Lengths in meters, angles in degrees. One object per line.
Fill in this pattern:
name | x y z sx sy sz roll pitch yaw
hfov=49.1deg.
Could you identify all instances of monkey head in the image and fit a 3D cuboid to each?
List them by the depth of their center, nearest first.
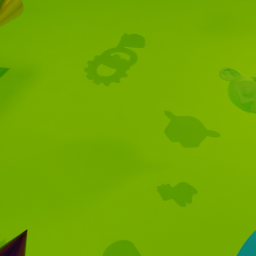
monkey head | 2.821 -0.889 6.156 1.611 0.971 1.159 35 113 -3

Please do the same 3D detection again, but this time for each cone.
cone | -1.720 1.911 4.030 0.984 0.984 0.987 17 47 8
cone | -3.126 -2.511 6.354 1.178 1.178 1.183 5 65 2

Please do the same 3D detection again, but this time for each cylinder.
cylinder | 1.758 1.725 3.353 0.746 0.746 0.746 -42 47 -18
